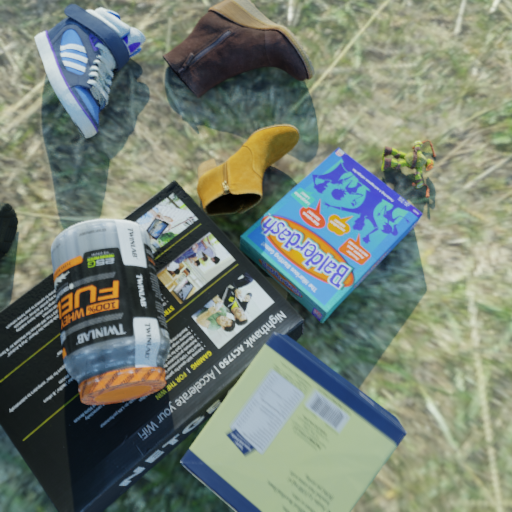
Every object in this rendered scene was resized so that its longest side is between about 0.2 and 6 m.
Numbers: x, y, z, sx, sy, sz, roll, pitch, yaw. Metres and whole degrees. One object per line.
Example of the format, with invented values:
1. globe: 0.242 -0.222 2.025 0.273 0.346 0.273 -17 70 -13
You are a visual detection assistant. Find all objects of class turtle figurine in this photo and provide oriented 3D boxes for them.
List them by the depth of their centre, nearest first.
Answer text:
1. turtle figurine: 2.653 -1.578 9.631 0.947 0.378 1.175 8 69 3

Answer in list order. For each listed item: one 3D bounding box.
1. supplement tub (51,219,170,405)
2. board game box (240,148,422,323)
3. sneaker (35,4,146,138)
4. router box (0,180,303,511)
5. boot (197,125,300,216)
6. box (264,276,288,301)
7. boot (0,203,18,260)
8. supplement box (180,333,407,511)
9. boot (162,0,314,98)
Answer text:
1. supplement tub: -1.811 0.702 7.027 1.284 1.284 2.096 -14 68 -5
2. board game box: 1.199 -0.391 9.016 1.819 0.538 2.392 41 71 15
3. sneaker: -2.748 -3.437 10.012 1.831 1.008 2.501 -26 66 -5
4. router box: -1.761 1.235 8.075 4.005 1.023 2.987 -39 71 -11
5. boot: -0.027 -1.338 9.103 1.963 0.691 1.405 -23 40 2
6. box: -0.189 0.769 8.840 1.297 0.138 1.060 12 69 5
7. boot: -4.929 0.141 8.822 1.624 0.842 2.486 6 61 8
8. supplement box: 0.460 2.172 6.611 1.818 1.221 1.816 36 88 14
9. boot: -0.327 -3.528 10.322 1.969 0.856 2.367 -43 76 -2
